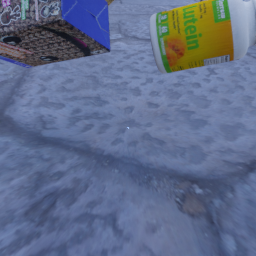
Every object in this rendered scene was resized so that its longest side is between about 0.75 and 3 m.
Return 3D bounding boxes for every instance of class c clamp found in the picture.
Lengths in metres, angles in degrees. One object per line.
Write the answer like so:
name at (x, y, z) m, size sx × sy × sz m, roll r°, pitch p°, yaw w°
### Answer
c clamp at (2.222, -2.308, 6.263) m, size 2.002 × 1.710 × 0.271 m, roll -11°, pitch 17°, yaw -38°

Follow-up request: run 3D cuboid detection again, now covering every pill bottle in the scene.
pill bottle at (1.467, -1.691, 4.977) m, size 1.995 × 1.108 × 1.108 m, roll -8°, pitch 29°, yaw 18°

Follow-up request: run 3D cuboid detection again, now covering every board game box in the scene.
board game box at (-1.830, -2.175, 5.778) m, size 2.368 × 1.147 × 1.888 m, roll -4°, pitch -4°, yaw 23°

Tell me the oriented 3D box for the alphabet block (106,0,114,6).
alphabet block at (-0.980, -3.647, 7.227) m, size 1.232 × 1.204 × 1.210 m, roll -41°, pitch 12°, yaw 11°
